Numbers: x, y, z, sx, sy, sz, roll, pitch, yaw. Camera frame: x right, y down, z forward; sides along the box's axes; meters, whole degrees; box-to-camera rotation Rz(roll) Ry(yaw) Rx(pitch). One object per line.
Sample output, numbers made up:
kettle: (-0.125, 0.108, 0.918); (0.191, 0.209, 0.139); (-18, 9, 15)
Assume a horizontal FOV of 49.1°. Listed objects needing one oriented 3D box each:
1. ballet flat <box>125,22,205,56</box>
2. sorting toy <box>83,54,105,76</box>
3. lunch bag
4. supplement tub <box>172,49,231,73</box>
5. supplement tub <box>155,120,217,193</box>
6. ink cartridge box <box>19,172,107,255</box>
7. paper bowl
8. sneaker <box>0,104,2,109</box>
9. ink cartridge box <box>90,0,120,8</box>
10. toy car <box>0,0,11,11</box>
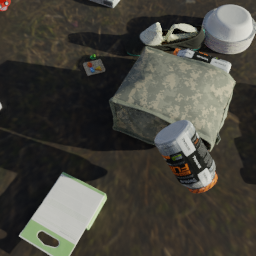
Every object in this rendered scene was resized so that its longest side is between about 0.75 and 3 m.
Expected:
ballet flat: (1.330, -3.284, 10.013); (2.913, 0.996, 0.990); (-8, 60, -4)
sorting toy: (-1.250, -2.268, 9.916); (0.657, 0.131, 0.889); (-19, 62, -11)
lunch bag: (1.362, -0.716, 8.054); (2.979, 1.751, 2.443); (20, 59, 17)
supplement tub: (2.274, -1.875, 9.109); (1.825, 1.118, 1.118); (23, 62, 12)
supplement tub: (1.396, 0.688, 6.570); (0.969, 0.969, 1.581); (-39, 105, -20)
ink cartridge box: (-1.579, 2.219, 7.091); (1.365, 0.450, 1.875); (24, 62, 13)
paper bowl: (3.703, -3.735, 10.285); (1.923, 1.000, 1.923); (-1, 60, 1)
sneaker: (-4.498, -0.736, 8.234); (1.675, 0.632, 0.953); (20, 44, 41)
ink cartridge box: (-0.987, -5.810, 11.886); (1.551, 0.338, 1.347); (24, 64, 13)
toy car: (-5.737, -4.694, 11.197); (1.655, 0.392, 1.759); (14, 60, 8)
